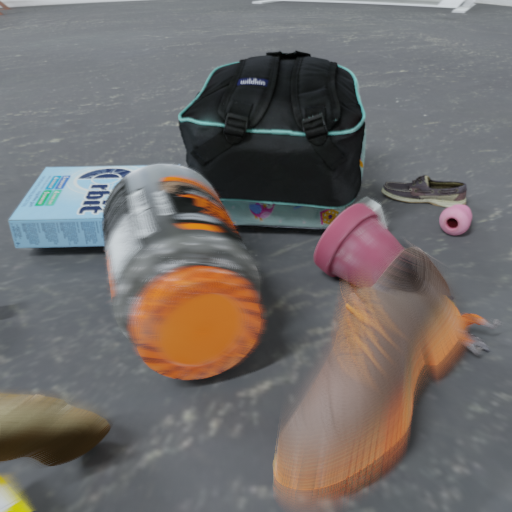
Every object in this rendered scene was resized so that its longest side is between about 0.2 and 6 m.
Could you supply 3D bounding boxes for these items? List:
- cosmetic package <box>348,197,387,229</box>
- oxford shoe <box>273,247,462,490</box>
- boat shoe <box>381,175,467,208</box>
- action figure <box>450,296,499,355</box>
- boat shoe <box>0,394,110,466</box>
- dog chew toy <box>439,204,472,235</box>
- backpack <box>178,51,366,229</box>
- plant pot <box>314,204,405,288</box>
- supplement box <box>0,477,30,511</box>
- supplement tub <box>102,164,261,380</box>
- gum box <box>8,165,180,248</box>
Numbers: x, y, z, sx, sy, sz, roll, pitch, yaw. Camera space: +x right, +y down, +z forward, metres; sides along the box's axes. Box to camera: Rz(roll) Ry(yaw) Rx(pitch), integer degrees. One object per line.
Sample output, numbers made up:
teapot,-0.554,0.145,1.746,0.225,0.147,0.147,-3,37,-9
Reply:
cosmetic package,1.925,-0.644,9.748,0.449,0.537,0.447,-32,37,-10
oxford shoe,1.125,1.045,6.045,1.184,1.211,3.321,-8,22,42
boat shoe,3.302,-1.328,10.991,1.615,0.523,0.581,12,34,19
action figure,2.519,1.033,7.391,0.999,0.540,1.033,20,63,40
boat shoe,-2.049,1.570,5.331,0.625,1.753,0.565,-45,62,0
dog chew toy,3.608,-0.688,10.013,0.523,0.523,0.840,19,29,28
backpack,0.402,-2.202,10.237,3.126,2.726,3.556,1,43,6
plant pot,1.648,-0.015,8.383,1.201,1.201,1.075,-28,56,-37
supplement box,-2.234,2.452,4.811,1.073,0.588,0.584,26,40,34
supplement tub,-1.038,0.108,7.422,1.822,1.822,2.974,-9,34,-14
gum box,-2.687,-0.941,9.912,2.569,0.572,2.182,-1,31,-2
